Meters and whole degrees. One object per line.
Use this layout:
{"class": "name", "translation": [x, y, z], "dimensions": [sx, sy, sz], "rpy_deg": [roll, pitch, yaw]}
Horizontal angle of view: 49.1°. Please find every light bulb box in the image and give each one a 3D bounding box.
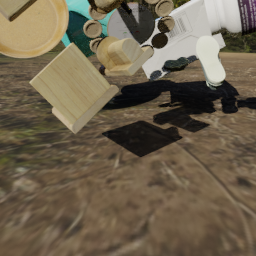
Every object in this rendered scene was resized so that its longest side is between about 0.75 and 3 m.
{"class": "light bulb box", "translation": [1.687, -3.337, 10.432], "dimensions": [2.805, 1.766, 2.829], "rpy_deg": [-24, 19, 13]}

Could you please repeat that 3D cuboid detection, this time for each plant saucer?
{"class": "plant saucer", "translation": [-2.699, -2.878, 7.201], "dimensions": [2.315, 2.315, 0.410], "rpy_deg": [-4, -3, -10]}

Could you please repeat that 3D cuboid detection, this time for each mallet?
{"class": "mallet", "translation": [-0.393, -2.785, 5.489], "dimensions": [0.271, 1.317, 0.434], "rpy_deg": [-26, 44, 38]}

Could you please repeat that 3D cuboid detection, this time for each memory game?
{"class": "memory game", "translation": [0.059, -2.519, 6.938], "dimensions": [2.319, 2.319, 0.148], "rpy_deg": [-4, 51, -13]}

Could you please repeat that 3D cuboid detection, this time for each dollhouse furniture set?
{"class": "dollhouse furniture set", "translation": [-1.184, -1.911, 5.078], "dimensions": [2.562, 2.694, 2.195], "rpy_deg": [-46, 23, -9]}

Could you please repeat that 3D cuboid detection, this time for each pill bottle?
{"class": "pill bottle", "translation": [2.828, -2.729, 5.948], "dimensions": [2.237, 1.258, 1.258], "rpy_deg": [-12, 14, 20]}

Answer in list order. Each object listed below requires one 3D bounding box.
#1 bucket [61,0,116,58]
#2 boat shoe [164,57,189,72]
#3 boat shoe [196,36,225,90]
{"class": "bucket", "translation": [-1.576, -3.778, 9.847], "dimensions": [1.742, 2.677, 2.677], "rpy_deg": [-34, 28, -11]}
{"class": "boat shoe", "translation": [1.387, -1.790, 8.161], "dimensions": [1.097, 0.330, 0.391], "rpy_deg": [-23, 56, -42]}
{"class": "boat shoe", "translation": [2.415, -1.943, 8.309], "dimensions": [0.677, 0.575, 1.861], "rpy_deg": [-8, 60, 5]}
